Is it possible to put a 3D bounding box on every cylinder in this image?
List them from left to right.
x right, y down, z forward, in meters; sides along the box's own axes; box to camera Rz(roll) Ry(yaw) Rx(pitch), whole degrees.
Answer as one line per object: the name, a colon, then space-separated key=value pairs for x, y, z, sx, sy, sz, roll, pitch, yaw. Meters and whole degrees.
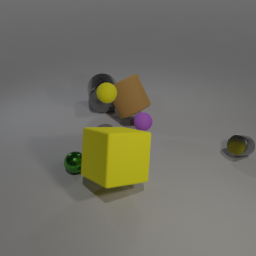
cylinder: x=-1.121 y=-1.612 z=12.852 sx=1.400 sy=1.400 sz=1.400 roll=-5 pitch=31 yaw=-8
cylinder: x=0.029 y=-1.302 z=11.495 sx=1.400 sy=1.400 sz=1.400 roll=-26 pitch=8 yaw=4
cylinder: x=3.835 y=0.594 z=9.506 sx=0.700 sy=0.700 sz=0.700 roll=6 pitch=19 yaw=-45

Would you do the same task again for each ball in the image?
ball: x=-1.695 y=1.096 z=8.973 sx=0.700 sy=0.700 sz=0.700 roll=0 pitch=31 yaw=0
ball: x=-0.729 y=-1.203 z=9.619 sx=0.700 sy=0.700 sz=0.700 roll=0 pitch=31 yaw=0
ball: x=0.560 y=-0.232 z=10.416 sx=0.700 sy=0.700 sz=0.700 roll=0 pitch=31 yaw=0

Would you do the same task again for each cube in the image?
cube: x=-0.355 y=0.741 z=7.827 sx=1.400 sy=1.400 sz=1.400 roll=-1 pitch=7 yaw=-37
